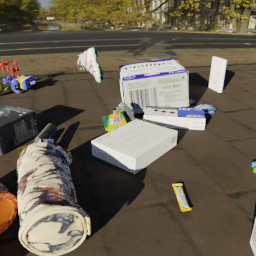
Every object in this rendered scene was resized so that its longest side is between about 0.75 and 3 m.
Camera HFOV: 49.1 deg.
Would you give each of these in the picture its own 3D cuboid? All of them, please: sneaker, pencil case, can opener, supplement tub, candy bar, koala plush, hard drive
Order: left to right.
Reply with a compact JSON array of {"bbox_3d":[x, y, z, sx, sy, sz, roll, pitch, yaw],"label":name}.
[{"bbox_3d":[-3.142,1.458,5.593,1.737,1.064,1.064,11,26,26],"label":"supplement tub"},{"bbox_3d":[-2.578,0.538,8.493,0.706,0.559,2.125,33,22,-14],"label":"can opener"},{"bbox_3d":[-1.618,1.298,5.855,1.308,1.138,2.925,-21,29,-12],"label":"pencil case"},{"bbox_3d":[-1.564,-2.260,10.709,1.046,0.581,1.496,-19,67,8],"label":"sneaker"},{"bbox_3d":[-0.257,-0.534,10.500,0.833,0.803,0.906,31,-2,-34],"label":"koala plush"},{"bbox_3d":[1.238,1.593,6.472,0.245,0.109,0.983,-1,23,-2],"label":"candy bar"},{"bbox_3d":[4.571,-2.738,14.309,0.206,1.623,1.070,-6,25,-15],"label":"hard drive"}]

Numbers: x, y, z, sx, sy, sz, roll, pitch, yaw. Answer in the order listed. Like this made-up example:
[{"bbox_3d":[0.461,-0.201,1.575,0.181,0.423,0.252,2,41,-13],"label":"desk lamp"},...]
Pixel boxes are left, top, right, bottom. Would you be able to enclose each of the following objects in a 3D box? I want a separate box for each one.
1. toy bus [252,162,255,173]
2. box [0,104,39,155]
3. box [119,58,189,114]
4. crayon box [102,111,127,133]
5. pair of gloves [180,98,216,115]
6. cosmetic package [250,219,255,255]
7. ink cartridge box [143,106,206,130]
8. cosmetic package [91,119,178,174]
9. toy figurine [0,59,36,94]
[{"bbox_3d":[3.898,0.972,7.357,0.945,0.517,1.001,-11,26,-23],"label":"toy bus"},{"bbox_3d":[-4.067,-0.027,9.081,1.589,0.949,1.616,12,28,25],"label":"box"},{"bbox_3d":[0.996,-1.895,12.197,2.647,1.510,2.878,-8,24,-2],"label":"box"},{"bbox_3d":[-0.430,-0.159,9.674,0.794,0.685,0.232,-20,2,-37],"label":"crayon box"},{"bbox_3d":[2.644,-0.917,11.947,1.695,0.240,2.109,-16,28,-31],"label":"pair of gloves"},{"bbox_3d":[2.661,2.014,4.824,0.813,0.670,0.671,1,24,5],"label":"cosmetic package"},{"bbox_3d":[1.709,-0.394,10.459,2.187,0.483,1.028,4,25,8],"label":"ink cartridge box"},{"bbox_3d":[0.237,0.454,8.459,1.636,0.561,2.170,21,32,35],"label":"cosmetic package"},{"bbox_3d":[-5.536,-2.467,14.070,1.687,1.486,2.817,9,26,7],"label":"toy figurine"}]
